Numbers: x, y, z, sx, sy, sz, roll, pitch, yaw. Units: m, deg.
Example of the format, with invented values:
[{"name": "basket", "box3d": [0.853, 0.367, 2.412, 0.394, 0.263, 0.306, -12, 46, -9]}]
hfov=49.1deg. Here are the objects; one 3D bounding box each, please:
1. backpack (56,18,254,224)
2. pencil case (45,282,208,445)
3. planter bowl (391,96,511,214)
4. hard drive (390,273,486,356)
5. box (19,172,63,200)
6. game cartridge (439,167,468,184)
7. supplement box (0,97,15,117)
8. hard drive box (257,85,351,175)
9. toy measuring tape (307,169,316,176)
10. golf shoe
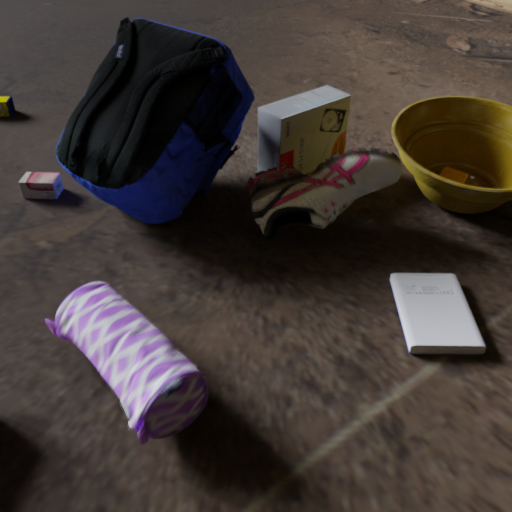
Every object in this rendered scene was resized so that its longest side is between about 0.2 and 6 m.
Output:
[{"name": "backpack", "box3d": [-1.638, -2.059, 9.734, 2.449, 2.529, 3.013, 24, 77, 32]}, {"name": "pencil case", "box3d": [-1.544, 1.217, 6.693, 0.986, 0.967, 2.305, -37, 47, -22]}, {"name": "planter bowl", "box3d": [3.781, -1.609, 10.028, 2.876, 1.198, 2.876, 0, 45, 0]}, {"name": "hard drive", "box3d": [2.493, 0.781, 7.852, 0.975, 0.188, 1.478, 1, 38, 1]}, {"name": "box", "box3d": [-3.996, -1.310, 10.432, 0.653, 0.356, 0.417, 2, 38, 2]}, {"name": "game cartridge", "box3d": [3.555, -1.362, 10.279, 0.456, 0.084, 0.517, 28, 74, 29]}, {"name": "supplement box", "box3d": [-6.164, -3.556, 13.344, 0.669, 0.366, 0.364, -2, 37, -4]}, {"name": "hard drive box", "box3d": [0.919, -2.361, 10.934, 1.816, 1.416, 0.698, -27, 45, -29]}, {"name": "toy measuring tape", "box3d": [0.915, -1.408, 10.479, 1.255, 0.462, 0.462, 2, 38, 3]}, {"name": "golf shoe", "box3d": [1.185, -0.971, 9.210, 2.571, 0.934, 1.184, -14, 66, 4]}]
